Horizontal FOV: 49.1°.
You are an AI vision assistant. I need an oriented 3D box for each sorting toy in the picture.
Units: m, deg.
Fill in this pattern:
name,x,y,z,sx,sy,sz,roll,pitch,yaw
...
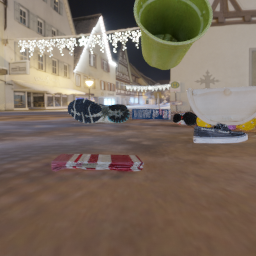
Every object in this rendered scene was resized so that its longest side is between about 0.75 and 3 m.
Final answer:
name,x,y,z,sx,sy,sz,roll,pitch,yaw
sorting toy,3.689,-0.567,9.621,2.656,1.419,2.391,2,-3,35

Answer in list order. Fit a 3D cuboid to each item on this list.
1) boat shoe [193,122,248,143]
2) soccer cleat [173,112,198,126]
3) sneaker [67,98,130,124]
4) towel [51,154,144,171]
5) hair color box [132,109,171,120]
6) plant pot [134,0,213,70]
name,x,y,z,sx,sy,sz,roll,pitch,yaw
boat shoe,1.931,0.088,5.825,1.211,0.411,0.434,-1,4,-10
soccer cleat,2.463,-0.368,11.378,0.586,0.546,1.600,5,1,-23
sneaker,-1.350,-0.636,12.734,2.762,1.072,1.192,9,-3,-7
towel,-0.366,0.420,3.483,1.048,0.119,0.755,1,2,-4
hair color box,1.340,-0.786,15.944,2.081,0.630,1.041,1,4,15
plant pot,0.988,-2.369,7.060,1.781,1.781,1.638,0,-19,-3
